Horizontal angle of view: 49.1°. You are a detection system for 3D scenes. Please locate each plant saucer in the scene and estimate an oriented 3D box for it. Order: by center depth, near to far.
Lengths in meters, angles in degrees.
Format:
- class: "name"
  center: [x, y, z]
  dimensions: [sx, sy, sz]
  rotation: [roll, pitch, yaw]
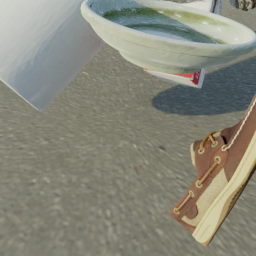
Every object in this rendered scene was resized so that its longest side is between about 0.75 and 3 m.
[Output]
- class: "plant saucer"
  center: [0.655, -1.604, 4.926]
  dimensions: [2.986, 0.749, 2.986]
  rotation: [8, 34, -5]

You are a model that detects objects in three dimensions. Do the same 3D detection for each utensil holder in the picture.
- class: "utensil holder"
  center: [-1.959, -2.254, 6.535]
  dimensions: [2.541, 2.541, 2.990]
  rotation: [36, 81, 34]

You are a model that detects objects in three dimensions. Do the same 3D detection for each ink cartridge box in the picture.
- class: "ink cartridge box"
  center: [1.552, -2.659, 7.077]
  dimensions: [1.238, 2.988, 2.193]
  rotation: [15, 8, 18]

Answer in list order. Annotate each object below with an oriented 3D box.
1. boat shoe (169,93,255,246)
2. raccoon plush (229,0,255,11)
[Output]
- class: "boat shoe"
  center: [1.276, 0.445, 3.914]
  dimensions: [0.918, 2.550, 0.920]
  rotation: [32, 29, 27]
- class: "raccoon plush"
  center: [3.268, -3.010, 5.823]
  dimensions: [1.299, 0.938, 1.939]
  rotation: [-23, 38, -15]
